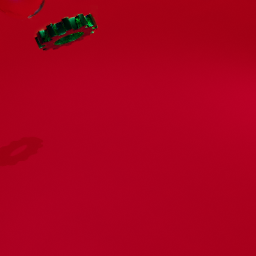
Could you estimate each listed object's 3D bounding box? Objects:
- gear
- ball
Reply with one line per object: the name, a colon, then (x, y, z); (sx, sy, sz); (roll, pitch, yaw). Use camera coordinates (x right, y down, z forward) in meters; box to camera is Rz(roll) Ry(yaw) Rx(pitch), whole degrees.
gear: (-1.322, -2.054, 6.064); (1.332, 0.246, 1.332); (-21, 8, 3)
ball: (-1.918, -2.444, 4.877); (1.025, 1.025, 1.025); (0, 34, 0)
